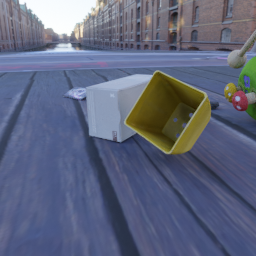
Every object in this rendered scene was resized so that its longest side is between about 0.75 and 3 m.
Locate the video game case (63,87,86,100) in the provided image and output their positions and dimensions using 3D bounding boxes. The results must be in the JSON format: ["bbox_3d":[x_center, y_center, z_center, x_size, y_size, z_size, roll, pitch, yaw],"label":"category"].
[{"bbox_3d":[-2.173,-1.551,12.487,1.261,0.120,0.901,15,40,34],"label":"video game case"}]

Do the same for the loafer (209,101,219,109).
[{"bbox_3d":[2.821,-0.964,10.575,1.255,0.454,0.457,-1,20,0],"label":"loafer"}]

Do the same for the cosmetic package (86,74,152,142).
[{"bbox_3d":[0.058,-0.715,8.322,1.232,1.459,2.732,11,20,34],"label":"cosmetic package"}]

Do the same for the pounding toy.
[{"bbox_3d":[3.580,-1.341,8.598,1.297,2.795,2.158,-13,-12,-1],"label":"pounding toy"}]

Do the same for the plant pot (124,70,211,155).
[{"bbox_3d":[1.025,-0.222,6.185,1.380,1.380,1.217,35,7,37],"label":"plant pot"}]
